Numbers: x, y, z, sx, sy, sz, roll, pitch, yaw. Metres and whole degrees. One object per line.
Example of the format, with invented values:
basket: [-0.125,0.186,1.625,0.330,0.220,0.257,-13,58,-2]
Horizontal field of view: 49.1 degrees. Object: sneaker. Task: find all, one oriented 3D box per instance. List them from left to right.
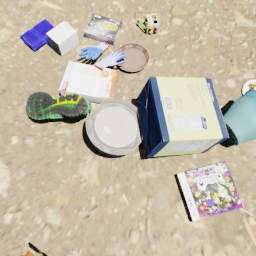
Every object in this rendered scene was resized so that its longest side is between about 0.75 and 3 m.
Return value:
sneaker: [-2.516,-0.689,10.088,2.560,1.091,0.999,5,84,16]

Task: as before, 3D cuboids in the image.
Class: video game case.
video game case: [2.672,2.077,9.256,1.766,0.316,1.601,-13,69,-5]

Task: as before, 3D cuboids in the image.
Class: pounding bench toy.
pounding bench toy: [0.850,-4.305,11.728,0.838,0.521,0.654,-9,69,-4]

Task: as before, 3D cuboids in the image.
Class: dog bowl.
dog bowl: [-0.452,0.030,9.673,2.109,0.619,2.109,7,64,-14]

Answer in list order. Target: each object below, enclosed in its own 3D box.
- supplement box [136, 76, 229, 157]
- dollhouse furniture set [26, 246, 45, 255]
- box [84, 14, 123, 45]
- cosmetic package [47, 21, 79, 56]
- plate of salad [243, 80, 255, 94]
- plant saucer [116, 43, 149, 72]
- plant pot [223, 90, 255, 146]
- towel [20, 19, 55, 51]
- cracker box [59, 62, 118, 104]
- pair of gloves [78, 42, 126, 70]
supplement box: [1.703,-0.364,9.307,2.246,1.509,2.248,-2,67,-18]
dollhouse furniture set: [-2.635,4.856,7.916,2.121,1.105,2.144,25,69,22]
box: [-1.031,-4.145,11.766,1.340,0.324,1.061,19,69,8]
cosmetic package: [-2.609,-3.597,11.299,0.784,0.779,0.937,42,73,15]
plate of salad: [4.951,-1.387,10.685,1.111,0.267,1.111,0,68,-1]
plant saucer: [0.170,-2.796,11.274,1.373,0.237,1.373,0,67,1]
plant pot: [3.998,-0.224,9.581,1.516,1.613,1.613,-34,72,-5]
towel: [-3.686,-3.922,11.668,1.374,0.340,1.014,-43,75,-15]
cracker box: [-1.461,-1.692,10.642,1.959,0.565,1.312,12,68,4]
pair of gloves: [-0.978,-2.856,10.995,1.787,0.204,1.437,34,54,24]
